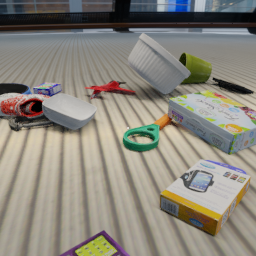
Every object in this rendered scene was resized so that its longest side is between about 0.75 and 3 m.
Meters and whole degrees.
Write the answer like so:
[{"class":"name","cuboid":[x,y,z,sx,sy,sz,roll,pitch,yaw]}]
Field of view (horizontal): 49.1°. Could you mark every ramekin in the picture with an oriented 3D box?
[{"class":"ramekin","cuboid":[1.339,-2.925,13.241,2.932,1.539,2.932,38,13,-11]}]

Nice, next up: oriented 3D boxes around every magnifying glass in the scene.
[{"class":"magnifying glass","cuboid":[0.809,0.057,9.361,1.118,0.315,2.809,17,26,26]}]

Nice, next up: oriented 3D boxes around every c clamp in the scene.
[{"class":"c clamp","cuboid":[-3.245,-0.234,10.060,2.068,0.280,1.767,-6,24,-14]}]

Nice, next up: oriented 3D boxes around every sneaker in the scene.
[{"class":"sneaker","cuboid":[-4.083,-0.830,10.347,2.556,0.853,1.370,-2,11,-3]}]

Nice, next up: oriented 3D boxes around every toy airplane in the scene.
[{"class":"toy airplane","cuboid":[-1.083,-1.984,13.780,2.699,0.496,2.699,-1,23,1]}]

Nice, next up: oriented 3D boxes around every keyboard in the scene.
[{"class":"keyboard","cuboid":[5.192,-2.114,14.421,1.212,0.461,2.328,14,14,-31]}]

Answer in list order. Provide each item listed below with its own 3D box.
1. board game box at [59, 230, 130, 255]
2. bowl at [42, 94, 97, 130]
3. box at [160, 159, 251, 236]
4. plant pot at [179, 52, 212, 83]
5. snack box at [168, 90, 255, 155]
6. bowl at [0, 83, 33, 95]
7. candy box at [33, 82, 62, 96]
[{"class":"board game box","cuboid":[-0.839,2.403,4.077,2.080,0.336,1.248,-18,25,-35]},{"class":"bowl","cuboid":[-2.072,-0.545,9.988,1.656,0.618,1.654,21,25,7]},{"class":"box","cuboid":[1.817,1.369,6.259,1.279,0.446,2.149,18,27,36]},{"class":"plant pot","cuboid":[3.674,-3.190,15.451,1.598,1.659,1.659,9,23,-8]},{"class":"snack box","cuboid":[3.030,-0.347,9.469,2.063,0.768,2.900,-16,34,-29]},{"class":"bowl","cuboid":[-5.721,-1.388,12.326,2.937,0.576,2.937,0,23,0]},{"class":"candy box","cuboid":[-3.913,-1.894,13.670,0.907,0.413,1.073,6,23,17]}]
